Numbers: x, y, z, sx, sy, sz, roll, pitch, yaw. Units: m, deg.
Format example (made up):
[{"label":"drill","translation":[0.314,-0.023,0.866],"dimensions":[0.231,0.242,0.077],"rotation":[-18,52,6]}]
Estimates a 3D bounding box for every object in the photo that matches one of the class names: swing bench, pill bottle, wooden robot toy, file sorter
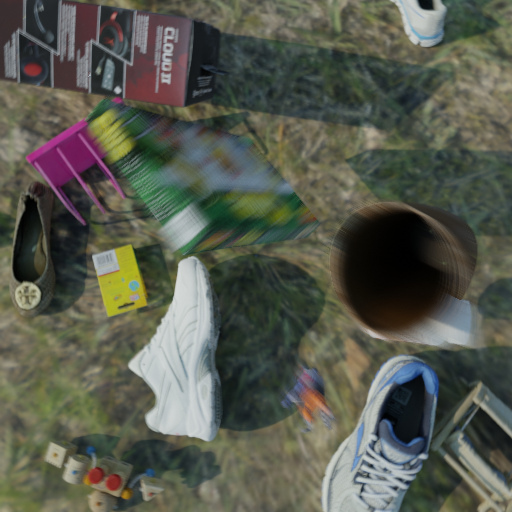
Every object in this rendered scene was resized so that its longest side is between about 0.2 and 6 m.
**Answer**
[{"label":"swing bench","translation":[3.589,2.956,8.664],"dimensions":[1.475,0.957,1.467],"rotation":[-43,79,-11]},{"label":"pill bottle","translation":[2.278,0.867,7.891],"dimensions":[1.315,0.721,0.721],"rotation":[2,73,31]},{"label":"wooden robot toy","translation":[-2.422,3.587,8.617],"dimensions":[1.942,0.855,0.881],"rotation":[18,87,5]},{"label":"file sorter","translation":[-2.676,-1.551,9.707],"dimensions":[1.830,1.271,1.147],"rotation":[-37,80,-9]}]

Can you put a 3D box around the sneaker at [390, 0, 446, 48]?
[{"label":"sneaker","translation":[3.026,-5.278,10.843],"dimensions":[0.875,1.011,2.334],"rotation":[-27,76,-6]}]

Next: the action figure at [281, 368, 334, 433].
[{"label":"action figure","translation":[0.628,1.684,6.543],"dimensions":[0.394,0.754,0.729],"rotation":[17,46,-24]}]

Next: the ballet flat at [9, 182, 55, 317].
[{"label":"ballet flat","translation":[-3.884,-0.161,9.692],"dimensions":[0.815,0.560,2.418],"rotation":[0,75,0]}]

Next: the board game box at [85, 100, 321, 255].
[{"label":"board game box","translation":[-0.409,-0.956,7.313],"dimensions":[0.424,3.615,1.894],"rotation":[-40,78,22]}]

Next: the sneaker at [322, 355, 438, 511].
[{"label":"sneaker","translation":[1.898,2.974,8.437],"dimensions":[1.244,1.375,3.227],"rotation":[20,77,5]}]

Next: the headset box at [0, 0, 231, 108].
[{"label":"headset box","translation":[-2.215,-3.399,9.371],"dimensions":[3.552,2.640,1.332],"rotation":[9,109,2]}]

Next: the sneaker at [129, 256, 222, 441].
[{"label":"sneaker","translation":[-1.321,1.444,9.002],"dimensions":[1.466,1.149,2.950],"rotation":[-2,74,3]}]

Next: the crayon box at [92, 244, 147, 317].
[{"label":"crayon box","translation":[-2.332,0.447,9.672],"dimensions":[0.719,0.287,1.132],"rotation":[-16,75,-4]}]

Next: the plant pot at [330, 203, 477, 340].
[{"label":"plant pot","translation":[2.107,0.024,7.174],"dimensions":[1.758,1.643,1.643],"rotation":[-18,71,-49]}]
